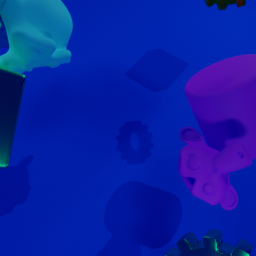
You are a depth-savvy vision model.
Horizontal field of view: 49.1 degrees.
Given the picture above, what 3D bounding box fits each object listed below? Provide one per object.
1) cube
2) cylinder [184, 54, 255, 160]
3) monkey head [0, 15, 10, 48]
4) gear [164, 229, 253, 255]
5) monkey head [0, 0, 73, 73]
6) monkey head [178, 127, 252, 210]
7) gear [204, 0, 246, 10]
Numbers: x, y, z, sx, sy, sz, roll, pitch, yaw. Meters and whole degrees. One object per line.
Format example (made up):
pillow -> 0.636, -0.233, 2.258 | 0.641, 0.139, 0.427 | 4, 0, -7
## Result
cube -> -2.143, -0.214, 3.480 | 1.179, 1.179, 1.179 | 7, 85, 50
cylinder -> 1.631, -0.309, 4.285 | 1.197, 1.197, 1.197 | -24, 23, 11
monkey head -> -2.643, -2.142, 5.753 | 0.940, 1.559, 1.122 | 0, 17, -14
gear -> 1.264, 2.344, 3.955 | 1.706, 0.316, 1.706 | 2, 94, 33
monkey head -> -1.446, -1.365, 4.022 | 1.283, 1.784, 1.075 | -20, 79, 17
monkey head -> 1.191, 0.525, 3.887 | 0.990, 0.829, 1.376 | -33, 79, 21
gear -> 1.785, -2.468, 4.611 | 1.195, 0.221, 1.195 | -16, 53, 23
